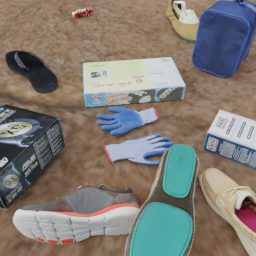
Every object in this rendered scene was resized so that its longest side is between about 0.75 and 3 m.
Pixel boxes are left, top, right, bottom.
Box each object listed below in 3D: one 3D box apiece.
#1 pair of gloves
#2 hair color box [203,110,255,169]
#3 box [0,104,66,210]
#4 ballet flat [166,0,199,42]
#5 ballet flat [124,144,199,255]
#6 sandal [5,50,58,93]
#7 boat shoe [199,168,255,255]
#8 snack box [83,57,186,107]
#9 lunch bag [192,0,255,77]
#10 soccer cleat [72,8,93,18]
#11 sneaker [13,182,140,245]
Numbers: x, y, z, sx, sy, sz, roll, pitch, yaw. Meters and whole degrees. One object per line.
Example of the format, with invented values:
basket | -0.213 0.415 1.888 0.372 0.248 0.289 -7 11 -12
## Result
pair of gloves | 0.151 0.127 6.668 1.629 0.231 2.026 -9 46 -12
hair color box | 2.789 0.342 6.264 1.912 0.579 0.956 22 47 22
box | -2.526 0.469 5.759 1.587 0.834 1.938 14 41 21
ballet flat | 2.198 -4.439 11.210 0.995 0.913 2.898 -10 44 -10
ballet flat | 0.679 1.471 4.764 0.947 0.936 2.782 21 44 13
sandal | -3.007 -1.960 8.782 0.982 0.553 2.582 -32 52 -30
boat shoe | 2.053 1.395 5.030 0.753 0.707 2.043 -18 46 -18
snack box | 0.104 -1.382 8.180 2.772 0.514 1.610 -5 43 -5
lunch bag | 3.023 -2.878 8.537 1.505 2.215 1.465 28 50 21
soccer cleat | -2.012 -5.123 12.395 0.968 0.332 0.412 -28 53 -21
sneaker | -0.853 1.438 4.989 2.170 0.836 0.889 2 38 -14
